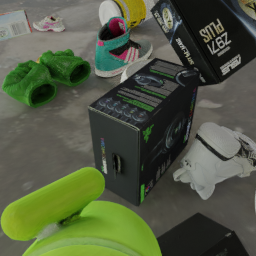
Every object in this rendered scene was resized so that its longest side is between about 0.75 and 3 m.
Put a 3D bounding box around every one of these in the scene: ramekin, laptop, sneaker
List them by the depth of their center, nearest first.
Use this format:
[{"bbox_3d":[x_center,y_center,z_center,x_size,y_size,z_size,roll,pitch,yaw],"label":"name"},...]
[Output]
[{"bbox_3d":[1.185,2.090,4.415,1.146,0.709,1.224,-23,73,-24],"label":"laptop"},{"bbox_3d":[1.866,0.716,5.530,2.219,1.275,0.834,17,27,-37],"label":"sneaker"},{"bbox_3d":[0.676,-1.038,7.467,1.934,1.015,1.934,0,39,0],"label":"ramekin"},{"bbox_3d":[-0.109,-2.889,9.249,1.110,1.603,2.656,27,46,29],"label":"sneaker"},{"bbox_3d":[-3.420,-4.541,12.058,1.357,0.599,0.552,2,39,3],"label":"sneaker"}]

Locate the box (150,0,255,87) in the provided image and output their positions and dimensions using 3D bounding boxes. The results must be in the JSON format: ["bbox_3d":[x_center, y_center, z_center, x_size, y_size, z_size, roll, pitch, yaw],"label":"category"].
[{"bbox_3d":[1.989,-2.274,5.586,2.361,1.934,1.017,-35,11,-7],"label":"box"}]

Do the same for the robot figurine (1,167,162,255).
[{"bbox_3d":[-0.372,1.731,2.851,1.628,2.469,2.815,-25,-1,-1],"label":"robot figurine"}]

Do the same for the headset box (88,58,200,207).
[{"bbox_3d":[0.312,0.064,5.374,1.041,1.953,2.243,25,45,27],"label":"headset box"}]

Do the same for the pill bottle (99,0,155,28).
[{"bbox_3d":[0.011,-5.007,12.078,2.290,1.308,1.308,-31,49,-32],"label":"pill bottle"}]

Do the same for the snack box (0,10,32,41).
[{"bbox_3d":[-3.243,-2.164,6.252,2.004,0.531,1.425,-20,26,-15],"label":"snack box"}]

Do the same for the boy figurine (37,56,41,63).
[{"bbox_3d":[-2.956,-2.022,9.088,0.757,0.392,1.218,-7,31,28],"label":"boy figurine"}]

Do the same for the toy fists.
[{"bbox_3d":[-2.400,-1.605,8.261,1.346,0.908,2.640,25,47,28],"label":"toy fists"}]
